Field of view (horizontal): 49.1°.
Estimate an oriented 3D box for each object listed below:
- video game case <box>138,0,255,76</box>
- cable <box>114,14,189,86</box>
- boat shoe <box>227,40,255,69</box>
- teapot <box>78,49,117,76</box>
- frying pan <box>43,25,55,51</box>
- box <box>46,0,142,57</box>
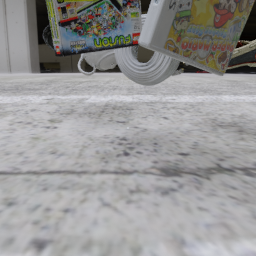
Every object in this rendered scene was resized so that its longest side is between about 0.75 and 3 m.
[{"bbox_3d":[1.603,-2.476,5.295,2.855,2.598,0.327,2,22,-47],"label":"video game case"},{"bbox_3d":[0.486,-1.999,7.306,1.795,1.794,0.621,-22,-3,29],"label":"cable"},{"bbox_3d":[3.280,-2.218,8.169,0.888,0.781,2.496,-34,20,-16],"label":"boat shoe"},{"bbox_3d":[-0.758,-2.370,9.125,1.434,1.047,1.415,-38,-18,34],"label":"teapot"},{"bbox_3d":[-2.557,-3.620,10.369,1.226,2.027,0.330,0,-19,-28],"label":"frying pan"},{"bbox_3d":[-0.610,-2.249,5.994,2.110,1.161,0.366,-20,25,-34],"label":"box"}]
